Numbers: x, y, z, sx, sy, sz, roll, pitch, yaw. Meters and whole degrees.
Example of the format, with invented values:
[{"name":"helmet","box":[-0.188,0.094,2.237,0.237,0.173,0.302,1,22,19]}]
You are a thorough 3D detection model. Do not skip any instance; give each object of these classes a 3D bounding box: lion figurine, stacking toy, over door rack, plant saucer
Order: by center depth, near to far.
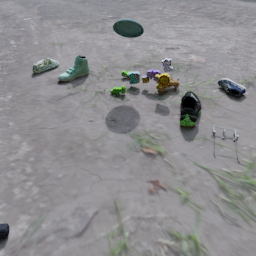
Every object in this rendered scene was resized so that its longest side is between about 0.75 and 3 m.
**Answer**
[{"name":"over door rack","box":[3.416,0.244,9.965,0.847,0.382,1.146,10,14,14]},{"name":"plant saucer","box":[0.024,-4.503,12.592,1.408,1.408,0.193,6,77,8]},{"name":"lion figurine","box":[1.980,-2.104,13.405,1.529,0.554,0.936,-16,28,-16]},{"name":"stacking toy","box":[0.729,-2.500,13.449,2.889,0.679,2.178,-6,31,20]}]

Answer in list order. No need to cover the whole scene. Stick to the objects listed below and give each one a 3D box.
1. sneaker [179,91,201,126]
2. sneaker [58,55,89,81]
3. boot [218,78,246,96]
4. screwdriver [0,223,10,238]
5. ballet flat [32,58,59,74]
[{"name":"sneaker","box":[2.560,-0.953,11.321,0.874,0.954,2.277,5,34,10]},{"name":"sneaker","box":[-2.871,-3.157,14.516,1.888,1.114,0.695,-30,45,-35]},{"name":"boot","box":[4.780,-1.921,13.180,1.418,0.516,0.640,28,37,34]},{"name":"screwdriver","box":[-4.191,2.582,6.570,2.692,0.375,0.392,-5,3,-7]},{"name":"ballet flat","box":[-4.536,-3.551,15.591,0.655,0.655,1.825,20,38,28]}]
